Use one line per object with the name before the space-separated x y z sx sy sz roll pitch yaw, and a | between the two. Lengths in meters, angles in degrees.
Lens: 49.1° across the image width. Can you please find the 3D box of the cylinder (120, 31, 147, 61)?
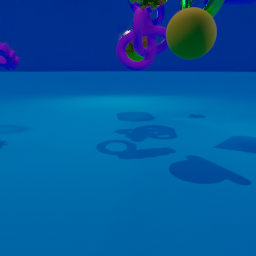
cylinder | 0.293 -3.053 10.727 1.275 1.275 1.275 -1 21 -6

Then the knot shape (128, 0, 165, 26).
knot shape | 0.606 -3.872 8.551 1.350 1.443 0.667 10 47 -29

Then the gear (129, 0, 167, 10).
gear | 0.479 -3.566 6.910 1.235 1.235 0.228 -4 1 -18

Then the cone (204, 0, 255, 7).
cone | 2.489 -3.610 7.400 1.481 1.475 1.475 -38 28 -19

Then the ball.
ball | 1.240 -1.850 5.522 0.972 0.972 0.972 0 13 0

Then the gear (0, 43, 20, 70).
gear | -3.219 -1.830 6.877 1.056 0.195 1.056 16 -21 6

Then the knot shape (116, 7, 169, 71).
knot shape | 0.413 -2.501 8.339 1.782 1.668 0.824 38 1 -44

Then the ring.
ring | 1.593 -2.861 5.922 0.280 1.401 1.401 7 8 -26
